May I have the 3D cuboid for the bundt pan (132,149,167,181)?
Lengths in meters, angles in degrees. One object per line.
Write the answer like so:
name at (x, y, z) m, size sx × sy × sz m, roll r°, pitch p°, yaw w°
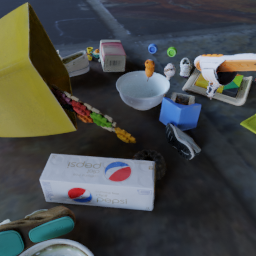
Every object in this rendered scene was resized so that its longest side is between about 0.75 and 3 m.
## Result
bundt pan at (0.583, 1.007, 7.981) m, size 1.066 × 0.400 × 1.066 m, roll 1°, pitch 40°, yaw 0°

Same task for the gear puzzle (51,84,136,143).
gear puzzle at (-1.046, -0.233, 8.390) m, size 2.885 × 1.494 × 0.378 m, roll 30°, pitch 76°, yaw 5°

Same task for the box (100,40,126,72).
box at (-0.716, -3.321, 12.820) m, size 0.988 × 0.842 × 1.545 m, roll -4°, pitch 43°, yaw -12°

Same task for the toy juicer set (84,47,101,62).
toy juicer set at (-1.559, -3.594, 13.637) m, size 1.438 × 0.391 × 0.915 m, roll 20°, pitch 43°, yaw 22°

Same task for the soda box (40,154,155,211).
soda box at (-0.705, 1.361, 7.154) m, size 2.781 × 0.885 × 0.947 m, roll 4°, pitch 39°, yaw 4°

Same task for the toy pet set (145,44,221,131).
toy pet set at (1.644, -1.223, 9.114) m, size 2.534 × 2.366 × 1.346 m, roll 12°, pitch 32°, yaw 9°

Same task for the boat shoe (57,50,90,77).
boat shoe at (-2.994, -2.701, 11.840) m, size 2.960 × 1.262 × 1.093 m, roll -22°, pitch 44°, yaw -25°

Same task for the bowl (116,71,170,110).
bowl at (0.542, -1.280, 10.399) m, size 1.969 × 0.885 × 1.969 m, roll 0°, pitch 40°, yaw 0°

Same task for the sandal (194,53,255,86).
sandal at (2.666, -1.553, 7.666) m, size 0.937 × 0.701 × 2.445 m, roll 21°, pitch -2°, yaw -30°

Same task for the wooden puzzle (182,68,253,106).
wooden puzzle at (3.727, -1.906, 11.510) m, size 2.451 × 0.456 × 2.267 m, roll 17°, pitch 43°, yaw 20°

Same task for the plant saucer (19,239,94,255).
plant saucer at (-1.430, 3.129, 5.289) m, size 1.977 × 0.496 × 1.977 m, roll 0°, pitch 39°, yaw 0°

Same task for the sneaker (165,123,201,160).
sneaker at (1.664, 0.379, 8.708) m, size 0.595 × 0.554 × 1.500 m, roll -12°, pitch 46°, yaw -28°

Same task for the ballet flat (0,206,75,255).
ballet flat at (-2.337, 2.267, 6.259) m, size 2.278 × 0.773 × 0.824 m, roll -17°, pitch 22°, yaw -20°

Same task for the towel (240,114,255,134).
towel at (4.816, 0.212, 9.121) m, size 0.912 × 0.191 × 2.119 m, roll -23°, pitch 44°, yaw -27°

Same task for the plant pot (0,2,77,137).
plant pot at (-3.492, -1.405, 8.642) m, size 2.642 × 2.996 × 2.995 m, roll -20°, pitch 51°, yaw 3°

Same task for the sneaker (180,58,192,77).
sneaker at (2.625, -2.865, 12.477) m, size 0.550 × 0.731 × 1.468 m, roll 5°, pitch 38°, yaw 7°
